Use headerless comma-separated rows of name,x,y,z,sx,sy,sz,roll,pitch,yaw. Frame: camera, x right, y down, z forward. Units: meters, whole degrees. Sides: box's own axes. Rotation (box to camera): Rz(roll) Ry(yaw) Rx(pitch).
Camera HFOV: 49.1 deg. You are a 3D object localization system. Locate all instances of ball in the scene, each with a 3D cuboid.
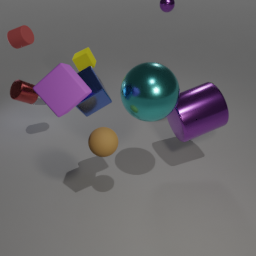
ball,-0.573,0.325,6.507,0.700,0.700,0.700,0,30,0
ball,1.798,-5.685,12.857,0.700,0.700,0.700,0,30,0
ball,0.517,-0.844,6.634,1.400,1.400,1.400,0,30,0

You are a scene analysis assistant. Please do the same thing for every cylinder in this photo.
cylinder,-3.567,-1.238,9.659,0.700,0.700,0.700,26,5,37
cylinder,1.985,-0.468,8.291,1.400,1.400,1.400,-22,34,-6
cylinder,-4.039,-3.425,10.559,0.700,0.700,0.700,-10,25,23

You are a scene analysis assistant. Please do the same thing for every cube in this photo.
cube,-1.205,-0.717,5.274,0.700,0.700,0.700,-40,7,6
cube,-1.829,-2.851,11.802,0.700,0.700,0.700,-21,31,14
cube,-0.886,-0.804,6.262,0.700,0.700,0.700,-30,68,3
